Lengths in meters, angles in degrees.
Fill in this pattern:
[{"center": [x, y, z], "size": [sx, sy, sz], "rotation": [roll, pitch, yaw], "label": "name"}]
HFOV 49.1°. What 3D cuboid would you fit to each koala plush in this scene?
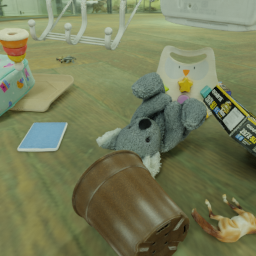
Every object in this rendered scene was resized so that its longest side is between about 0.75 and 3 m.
[{"center": [0.397, 0.142, 5.639], "size": [1.570, 1.627, 1.771], "rotation": [34, 54, 15], "label": "koala plush"}]

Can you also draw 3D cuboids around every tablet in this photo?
[{"center": [-2.018, 0.190, 6.788], "size": [0.901, 0.095, 1.384], "rotation": [0, 27, -1], "label": "tablet"}]

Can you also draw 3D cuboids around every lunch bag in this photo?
[{"center": [-4.204, -1.168, 7.942], "size": [2.122, 1.020, 2.646], "rotation": [12, 42, 18], "label": "lunch bag"}]

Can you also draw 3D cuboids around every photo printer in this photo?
[{"center": [2.573, -2.898, 6.246], "size": [2.917, 1.013, 2.427], "rotation": [-22, 34, -32], "label": "photo printer"}]

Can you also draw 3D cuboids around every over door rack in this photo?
[{"center": [-0.760, -2.984, 6.654], "size": [2.099, 0.946, 2.841], "rotation": [14, 51, 19], "label": "over door rack"}]

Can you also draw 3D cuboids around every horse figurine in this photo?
[{"center": [1.518, 1.358, 4.131], "size": [1.269, 0.317, 0.841], "rotation": [-5, 31, -26], "label": "horse figurine"}]

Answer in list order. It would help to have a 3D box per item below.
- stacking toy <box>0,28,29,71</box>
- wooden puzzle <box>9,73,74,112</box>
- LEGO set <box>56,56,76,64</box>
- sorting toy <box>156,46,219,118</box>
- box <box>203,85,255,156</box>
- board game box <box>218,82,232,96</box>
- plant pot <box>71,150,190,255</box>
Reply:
[{"center": [-2.308, -1.565, 5.753], "size": [0.619, 0.847, 0.619], "rotation": [3, 35, -2], "label": "stacking toy"}, {"center": [-3.187, -1.172, 9.238], "size": [2.230, 0.449, 2.410], "rotation": [4, 32, 9], "label": "wooden puzzle"}, {"center": [-3.071, -3.472, 13.897], "size": [1.313, 0.372, 0.852], "rotation": [14, 30, 25], "label": "LEGO set"}, {"center": [1.602, -1.337, 7.858], "size": [2.093, 1.884, 1.118], "rotation": [5, 26, 11], "label": "sorting toy"}, {"center": [2.432, 0.144, 5.253], "size": [1.975, 0.487, 1.577], "rotation": [34, 19, -17], "label": "box"}, {"center": [2.788, -1.131, 9.051], "size": [0.747, 0.453, 0.936], "rotation": [-1, 27, -3], "label": "board game box"}, {"center": [0.066, 1.135, 3.758], "size": [1.240, 1.240, 1.228], "rotation": [-17, 38, -30], "label": "plant pot"}]
